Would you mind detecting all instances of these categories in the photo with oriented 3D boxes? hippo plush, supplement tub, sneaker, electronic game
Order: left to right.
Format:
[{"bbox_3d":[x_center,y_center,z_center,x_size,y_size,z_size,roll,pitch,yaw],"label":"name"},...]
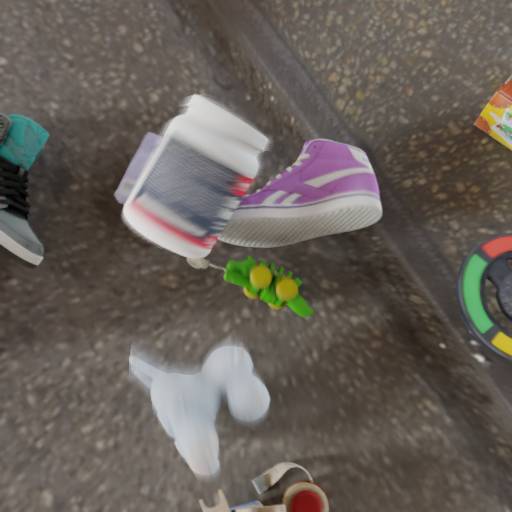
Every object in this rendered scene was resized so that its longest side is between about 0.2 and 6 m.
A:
[{"bbox_3d":[-3.998,-1.324,9.108,1.797,1.245,2.977,-45,76,-3],"label":"sneaker"},{"bbox_3d":[-0.859,-1.108,8.063,1.410,1.410,2.009,33,98,10],"label":"supplement tub"},{"bbox_3d":[-0.655,1.929,7.797,1.438,1.424,1.788,-31,75,-20],"label":"hippo plush"},{"bbox_3d":[0.542,-1.062,9.120,2.753,0.998,1.569,-8,63,5],"label":"sneaker"},{"bbox_3d":[4.084,0.635,8.489,2.113,0.440,2.113,1,69,-3],"label":"electronic game"}]

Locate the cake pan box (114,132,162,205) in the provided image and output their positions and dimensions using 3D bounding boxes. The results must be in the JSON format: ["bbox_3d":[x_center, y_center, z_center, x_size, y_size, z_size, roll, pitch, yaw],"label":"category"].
[{"bbox_3d":[-1.539,-1.278,9.504,1.277,0.363,1.386,20,73,9],"label":"cake pan box"}]

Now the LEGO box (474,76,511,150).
[{"bbox_3d":[5.550,-2.364,9.488,2.721,1.050,2.026,40,76,12],"label":"LEGO box"}]

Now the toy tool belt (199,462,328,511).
[{"bbox_3d":[-0.189,3.800,7.106,2.693,1.655,1.681,-28,74,-9],"label":"toy tool belt"}]

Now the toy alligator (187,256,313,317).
[{"bbox_3d":[-0.010,0.287,8.705,2.103,0.624,0.571,25,62,-2],"label":"toy alligator"}]
